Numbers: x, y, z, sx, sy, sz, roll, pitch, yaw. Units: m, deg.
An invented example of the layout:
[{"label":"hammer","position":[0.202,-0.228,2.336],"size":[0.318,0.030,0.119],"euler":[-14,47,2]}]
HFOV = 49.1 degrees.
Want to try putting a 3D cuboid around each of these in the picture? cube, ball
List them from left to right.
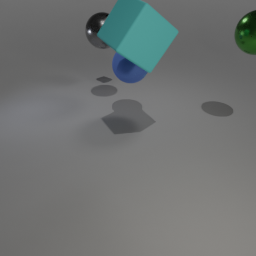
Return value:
[{"label":"ball","position":[-1.014,-3.902,11.260],"size":[1.400,1.400,1.400],"euler":[0,30,0]},{"label":"ball","position":[0.102,-2.387,10.535],"size":[1.400,1.400,1.400],"euler":[0,30,0]},{"label":"cube","position":[0.249,-2.676,7.932],"size":[1.400,1.400,1.400],"euler":[22,19,-41]},{"label":"ball","position":[4.194,-3.086,9.075],"size":[1.400,1.400,1.400],"euler":[0,30,0]}]
